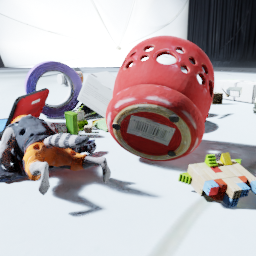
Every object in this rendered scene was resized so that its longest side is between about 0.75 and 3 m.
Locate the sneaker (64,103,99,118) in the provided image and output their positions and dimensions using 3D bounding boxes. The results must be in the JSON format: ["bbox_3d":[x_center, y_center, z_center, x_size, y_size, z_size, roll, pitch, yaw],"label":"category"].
[{"bbox_3d":[-1.938,-0.823,11.821,0.664,0.767,1.852,11,19,35],"label":"sneaker"}]

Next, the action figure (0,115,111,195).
[{"bbox_3d":[-1.628,0.343,6.466,2.831,1.530,2.926,25,28,38],"label":"action figure"}]

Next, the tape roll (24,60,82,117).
[{"bbox_3d":[-3.210,-1.706,12.061,2.326,2.326,0.988,-6,16,-22],"label":"tape roll"}]

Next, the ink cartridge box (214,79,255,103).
[{"bbox_3d":[6.494,-2.168,16.084,1.816,1.049,2.496,-12,20,-36],"label":"ink cartridge box"}]

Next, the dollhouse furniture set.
[{"bbox_3d":[-1.200,-0.296,9.884,2.079,0.802,1.039,-13,21,-39],"label":"dollhouse furniture set"}]

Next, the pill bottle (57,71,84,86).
[{"bbox_3d":[-4.590,-3.934,22.335,1.956,1.097,1.097,-13,20,-40],"label":"pill bottle"}]

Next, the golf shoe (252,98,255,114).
[{"bbox_3d":[6.950,-1.175,12.172,2.989,1.316,1.154,-2,15,-14],"label":"golf shoe"}]

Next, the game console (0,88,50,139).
[{"bbox_3d":[-4.168,-0.586,9.847,1.492,2.167,2.514,27,17,-2],"label":"game console"}]

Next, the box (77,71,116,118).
[{"bbox_3d":[-0.761,-1.345,11.613,1.826,1.200,1.835,34,24,10],"label":"box"}]

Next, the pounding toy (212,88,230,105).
[{"bbox_3d":[4.820,-1.708,14.812,0.973,0.855,0.445,-3,16,-11],"label":"pounding toy"}]

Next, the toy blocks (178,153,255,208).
[{"bbox_3d":[1.880,1.078,5.426,1.477,0.738,1.010,-3,27,-20],"label":"toy blocks"}]

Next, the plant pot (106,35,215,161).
[{"bbox_3d":[0.797,-0.619,7.214,2.652,2.652,2.415,5,47,17],"label":"plant pot"}]

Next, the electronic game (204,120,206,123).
[{"bbox_3d":[1.591,-0.477,10.581,2.659,0.553,2.659,0,22,0],"label":"electronic game"}]
